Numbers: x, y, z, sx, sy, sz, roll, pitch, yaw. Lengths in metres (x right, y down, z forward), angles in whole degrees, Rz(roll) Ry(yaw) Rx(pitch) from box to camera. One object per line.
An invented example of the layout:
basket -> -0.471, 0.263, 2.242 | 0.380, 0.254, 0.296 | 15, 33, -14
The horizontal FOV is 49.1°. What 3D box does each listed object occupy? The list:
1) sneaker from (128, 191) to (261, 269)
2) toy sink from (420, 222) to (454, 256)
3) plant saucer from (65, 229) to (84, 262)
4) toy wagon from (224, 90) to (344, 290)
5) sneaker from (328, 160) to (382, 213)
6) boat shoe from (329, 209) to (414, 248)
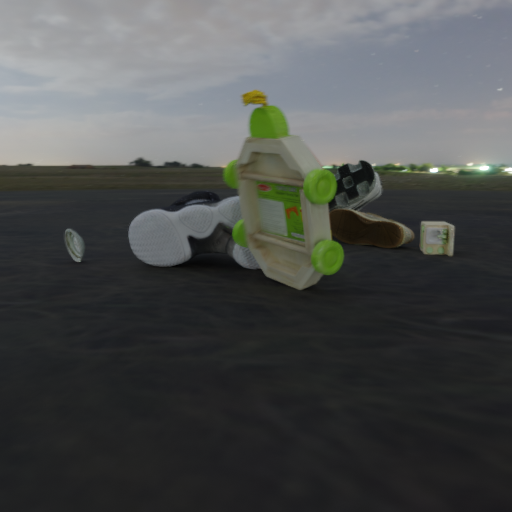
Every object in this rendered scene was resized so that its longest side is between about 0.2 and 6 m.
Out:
sneaker -> -0.496, -0.623, 10.403 | 3.394, 1.281, 1.932 | -2, 18, 9
toy sink -> 3.705, -0.361, 11.578 | 0.537, 0.624, 0.958 | 1, 10, 6
plant saucer -> -3.356, -0.209, 10.456 | 0.161, 0.643, 0.643 | -23, 21, -36
toy wagon -> 0.328, -0.935, 7.956 | 0.555, 2.804, 2.176 | -19, 22, -30
sneaker -> 1.700, -1.253, 14.685 | 3.439, 1.274, 1.522 | -18, -21, 24
boat shoe -> 2.592, -0.617, 12.938 | 0.703, 0.781, 2.164 | 0, 12, -44
